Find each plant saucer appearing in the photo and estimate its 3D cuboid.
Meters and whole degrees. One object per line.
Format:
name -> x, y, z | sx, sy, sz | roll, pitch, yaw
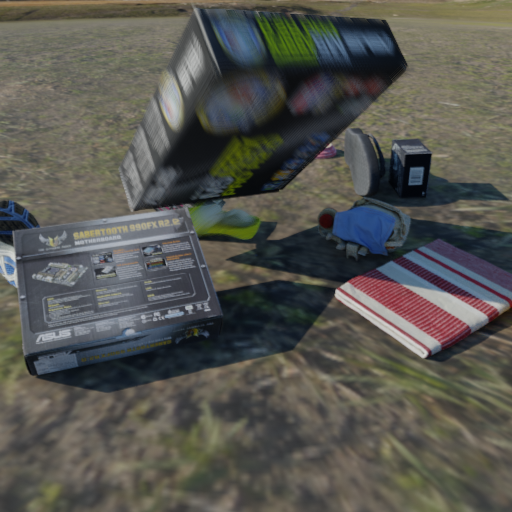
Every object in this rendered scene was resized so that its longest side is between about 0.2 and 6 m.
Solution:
plant saucer -> 1.526, -2.696, 14.070 | 0.977, 0.248, 0.977 | 1, 28, 0

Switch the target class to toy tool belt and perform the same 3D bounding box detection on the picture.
toy tool belt -> 1.666, -0.442, 9.171 | 1.587, 0.991, 0.975 | 11, 22, 21

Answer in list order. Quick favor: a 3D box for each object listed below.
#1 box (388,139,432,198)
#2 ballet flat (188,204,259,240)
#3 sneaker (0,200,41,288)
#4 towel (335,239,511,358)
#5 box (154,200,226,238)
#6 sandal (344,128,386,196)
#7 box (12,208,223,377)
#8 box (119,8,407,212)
box -> 3.197, -1.834, 11.709 | 0.584, 0.977, 0.994 | -2, 28, -1
ballet flat -> -0.591, -0.615, 9.228 | 1.503, 0.504, 0.502 | 10, 53, -32
sneaker -> -3.146, 0.153, 8.182 | 0.912, 0.928, 2.408 | -31, 59, -33
towel -> 2.575, 0.545, 8.094 | 2.433, 0.277, 1.752 | -21, 37, -31
box -> -1.231, -0.931, 9.993 | 1.094, 0.628, 0.723 | 37, 35, 3
sandal -> 2.410, -2.202, 12.207 | 0.644, 1.144, 3.008 | 0, 28, 2
box -> -1.822, 0.376, 7.295 | 2.382, 0.576, 1.887 | -10, 55, -18
box -> -0.108, -1.935, 8.213 | 2.962, 3.698, 0.819 | -12, 75, -32
